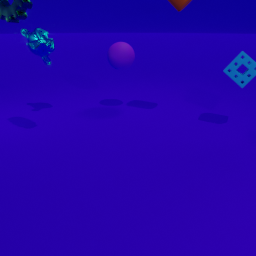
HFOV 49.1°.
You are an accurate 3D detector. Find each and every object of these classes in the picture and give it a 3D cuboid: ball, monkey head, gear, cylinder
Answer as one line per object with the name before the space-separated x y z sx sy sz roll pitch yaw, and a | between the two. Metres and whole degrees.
ball | -0.251 -2.550 9.960 0.979 0.979 0.979 0 21 0
monkey head | -2.938 -2.653 9.046 0.855 1.419 1.021 -18 25 44
gear | -2.626 -3.065 6.261 1.319 1.319 0.244 14 20 33
cylinder | 1.490 -4.024 8.044 0.920 0.920 0.920 45 25 -4

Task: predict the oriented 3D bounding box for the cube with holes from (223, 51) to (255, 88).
cube with holes | 3.347 -1.723 8.198 0.733 0.733 0.733 44 25 6
